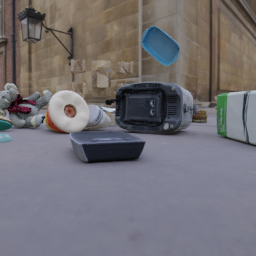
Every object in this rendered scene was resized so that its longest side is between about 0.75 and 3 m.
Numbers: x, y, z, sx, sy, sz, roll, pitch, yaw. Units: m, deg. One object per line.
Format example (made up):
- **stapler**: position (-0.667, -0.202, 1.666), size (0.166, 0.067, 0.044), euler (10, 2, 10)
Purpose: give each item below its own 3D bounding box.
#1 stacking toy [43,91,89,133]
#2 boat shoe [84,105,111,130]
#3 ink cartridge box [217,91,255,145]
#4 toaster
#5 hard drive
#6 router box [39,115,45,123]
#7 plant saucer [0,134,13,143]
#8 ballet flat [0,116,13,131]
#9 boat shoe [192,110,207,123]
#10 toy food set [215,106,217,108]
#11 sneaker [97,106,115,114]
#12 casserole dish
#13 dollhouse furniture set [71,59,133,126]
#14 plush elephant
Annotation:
- **stacking toy**: position (-2.270, -0.303, 9.237), size (1.375, 1.375, 1.882), euler (-4, -13, -40)
- **boat shoe**: position (-1.735, -0.327, 10.194), size (2.716, 0.963, 0.948), euler (0, -24, 40)
- **ink cartridge box**: position (3.594, -0.260, 6.437), size (2.112, 1.197, 2.881), euler (0, 5, -4)
- **toaster**: position (0.824, -0.625, 9.110), size (2.731, 1.552, 1.764), euler (2, 1, 31)
- **hard drive**: position (-0.442, 0.289, 5.004), size (1.140, 0.358, 1.690), euler (-1, 5, -16)
- **router box**: position (-4.283, -0.458, 13.952), size (1.005, 0.344, 1.347), euler (0, 5, 3)
- **plant saucer**: position (-3.267, 0.242, 6.785), size (0.890, 0.160, 0.890), euler (0, 5, 0)
- **ballet flat**: position (-4.802, -0.264, 9.064), size (1.983, 0.699, 0.647), euler (-1, 50, -29)
- **boat shoe**: position (3.353, -0.627, 14.134), size (0.690, 0.652, 1.917), euler (-2, 5, -25)
- **toy food set**: position (6.113, -0.733, 16.400), size (1.147, 0.637, 1.950), euler (27, -11, -37)
- **sneaker**: position (-1.211, -0.730, 15.388), size (2.296, 0.807, 0.920), euler (6, -3, -12)
- **casserole dish**: position (1.380, -3.373, 11.471), size (1.820, 1.103, 0.353), euler (43, 39, 8)
- **dollhouse furniture set**: position (-1.183, -1.496, 12.124), size (2.501, 2.723, 1.772), euler (-1, 4, -12)
- **plush elephant**: position (-4.216, -0.907, 10.614), size (2.122, 1.748, 1.643), euler (-17, -45, 37)
